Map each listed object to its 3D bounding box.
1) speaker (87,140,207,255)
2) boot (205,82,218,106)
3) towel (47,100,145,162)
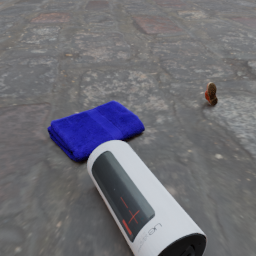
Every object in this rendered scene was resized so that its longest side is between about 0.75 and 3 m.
[{"bbox_3d":[0.212,1.482,5.651,1.205,1.205,2.968,-15,35,-21],"label":"speaker"},{"bbox_3d":[2.888,-1.271,9.962,0.356,0.949,0.509,-27,41,-7],"label":"boot"},{"bbox_3d":[-0.962,-0.050,8.506,2.510,0.622,1.854,-25,42,-32],"label":"towel"}]
